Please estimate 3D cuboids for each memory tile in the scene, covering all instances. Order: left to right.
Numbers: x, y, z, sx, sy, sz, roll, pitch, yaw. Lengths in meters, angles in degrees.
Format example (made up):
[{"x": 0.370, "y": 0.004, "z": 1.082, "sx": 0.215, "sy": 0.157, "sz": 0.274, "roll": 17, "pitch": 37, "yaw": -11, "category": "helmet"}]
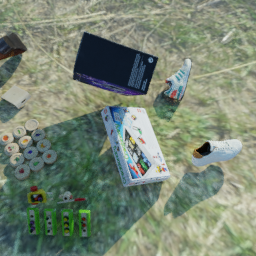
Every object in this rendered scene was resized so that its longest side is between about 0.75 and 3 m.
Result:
[{"x": -2.801, "y": 0.547, "z": 7.840, "sx": 1.226, "sy": 0.134, "sz": 1.600, "roll": -29, "pitch": 63, "yaw": -18, "category": "memory tile"}]

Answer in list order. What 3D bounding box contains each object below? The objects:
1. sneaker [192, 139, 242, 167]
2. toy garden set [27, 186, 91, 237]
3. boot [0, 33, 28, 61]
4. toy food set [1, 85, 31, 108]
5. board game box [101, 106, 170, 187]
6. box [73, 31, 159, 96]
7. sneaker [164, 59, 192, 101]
[{"x": 2.357, "y": 0.550, "z": 7.304, "sx": 1.426, "sy": 0.604, "sz": 0.519, "roll": -20, "pitch": 44, "yaw": -9, "category": "sneaker"}, {"x": -1.632, "y": 1.974, "z": 6.453, "sx": 1.480, "sy": 1.234, "sz": 0.295, "roll": 1, "pitch": 16, "yaw": 2, "category": "toy garden set"}, {"x": -4.323, "y": -2.208, "z": 9.052, "sx": 1.964, "sy": 0.672, "sz": 1.849, "roll": -32, "pitch": 22, "yaw": 10, "category": "boot"}, {"x": -3.489, "y": -0.962, "z": 8.713, "sx": 0.798, "sy": 0.241, "sz": 0.572, "roll": 26, "pitch": 61, "yaw": 24, "category": "toy food set"}, {"x": 0.193, "y": 0.411, "z": 7.318, "sx": 1.335, "sy": 0.366, "sz": 2.115, "roll": 1, "pitch": 60, "yaw": -38, "category": "board game box"}, {"x": -0.487, "y": -1.524, "z": 7.341, "sx": 1.766, "sy": 2.502, "sz": 0.987, "roll": 18, "pitch": 92, "yaw": -12, "category": "box"}, {"x": 1.558, "y": -1.596, "z": 8.813, "sx": 0.686, "sy": 0.516, "sz": 1.467, "roll": 14, "pitch": 73, "yaw": 8, "category": "sneaker"}]
